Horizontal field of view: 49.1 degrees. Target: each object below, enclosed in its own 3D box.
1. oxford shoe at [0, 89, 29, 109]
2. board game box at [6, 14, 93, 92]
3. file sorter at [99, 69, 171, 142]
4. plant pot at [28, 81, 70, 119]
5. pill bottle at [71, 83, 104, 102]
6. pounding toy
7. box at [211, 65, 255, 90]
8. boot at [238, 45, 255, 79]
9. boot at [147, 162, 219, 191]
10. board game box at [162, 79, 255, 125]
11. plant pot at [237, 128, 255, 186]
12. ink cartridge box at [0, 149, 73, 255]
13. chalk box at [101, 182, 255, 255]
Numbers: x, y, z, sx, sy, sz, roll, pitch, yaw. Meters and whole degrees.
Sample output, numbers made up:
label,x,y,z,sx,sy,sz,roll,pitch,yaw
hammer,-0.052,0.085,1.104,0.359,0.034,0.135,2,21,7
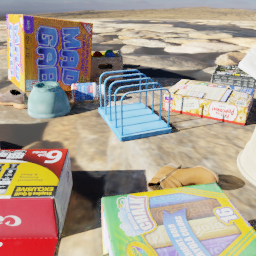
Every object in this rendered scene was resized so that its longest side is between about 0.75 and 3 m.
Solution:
label,x,y,z,sx,sy,sz,roll,pitch,yaw
oxford shoe,-4.397,-1.203,10.559,1.732,0.632,0.618,12,28,22
board game box,-3.285,-3.099,11.531,2.684,2.682,2.682,-6,22,-33
file sorter,0.130,-0.843,8.902,1.649,1.458,2.376,-10,28,-18
plant pot,-2.830,-1.068,9.882,1.485,0.995,1.485,0,27,0
pill bottle,-1.521,-1.393,10.804,1.236,0.694,0.694,-5,26,-4
pounding toy,-1.460,-2.947,13.424,2.402,1.251,2.735,-4,26,-8
box,5.231,-2.360,12.995,2.428,0.599,1.939,11,30,21
boot,4.836,-1.903,9.325,2.097,1.002,0.771,40,27,15
boot,1.146,1.133,5.921,1.295,0.497,1.005,18,30,35
board game box,2.966,-1.057,10.220,2.838,0.657,2.150,14,29,26
plant pot,3.848,0.068,6.202,2.385,2.183,2.385,0,26,0
ink cartridge box,-2.333,1.295,5.047,2.347,0.984,2.061,-1,27,-3
chalk box,0.361,1.764,3.629,2.239,1.393,1.386,-4,26,-11
